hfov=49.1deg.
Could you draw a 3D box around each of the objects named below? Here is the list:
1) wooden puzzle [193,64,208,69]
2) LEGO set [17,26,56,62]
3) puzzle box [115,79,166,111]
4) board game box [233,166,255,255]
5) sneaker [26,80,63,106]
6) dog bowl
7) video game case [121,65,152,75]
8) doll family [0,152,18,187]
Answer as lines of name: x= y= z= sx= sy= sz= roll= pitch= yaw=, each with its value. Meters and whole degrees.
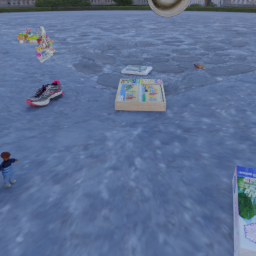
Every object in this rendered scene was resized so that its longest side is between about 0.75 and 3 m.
wooden puzzle: x=3.602 y=-3.035 z=13.866 sx=0.520 sy=0.062 sz=0.878 roll=-2 pitch=27 yaw=-4
LEGO set: x=-2.420 y=-2.380 z=7.369 sx=0.696 sy=0.563 sz=1.513 roll=-38 pitch=58 yaw=-14
puzzle box: x=0.464 y=-1.256 z=10.121 sx=1.690 sy=0.323 sz=2.540 roll=2 pitch=27 yaw=2
board game box: x=2.860 y=1.534 z=4.575 sx=2.131 sy=0.439 sz=2.126 roll=8 pitch=28 yaw=15
sneaker: x=-2.925 y=-1.203 z=9.736 sx=0.636 sy=0.589 sz=1.578 roll=13 pitch=30 yaw=23
dog bowl: x=1.500 y=-5.190 z=10.508 sx=1.840 sy=1.840 sz=0.678 roll=-5 pitch=36 yaw=-10
video game case: x=0.433 y=-2.744 z=13.214 sx=1.212 sy=0.141 sz=1.101 roll=8 pitch=28 yaw=16
doll family: x=-2.609 y=0.967 z=5.327 sx=0.518 sy=0.764 sz=1.321 roll=4 pitch=27 yaw=9
